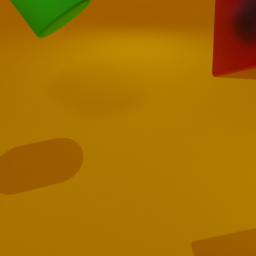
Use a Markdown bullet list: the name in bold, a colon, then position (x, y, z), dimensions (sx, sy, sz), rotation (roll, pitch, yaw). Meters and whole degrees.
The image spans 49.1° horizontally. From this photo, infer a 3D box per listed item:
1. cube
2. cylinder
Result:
- **cube**: position (2.013, -1.360, 3.488), dimensions (1.368, 1.368, 1.368), rotation (1, 3, -12)
- **cylinder**: position (-1.657, -2.745, 5.567), dimensions (1.357, 1.357, 1.357), rotation (-33, 17, 11)
